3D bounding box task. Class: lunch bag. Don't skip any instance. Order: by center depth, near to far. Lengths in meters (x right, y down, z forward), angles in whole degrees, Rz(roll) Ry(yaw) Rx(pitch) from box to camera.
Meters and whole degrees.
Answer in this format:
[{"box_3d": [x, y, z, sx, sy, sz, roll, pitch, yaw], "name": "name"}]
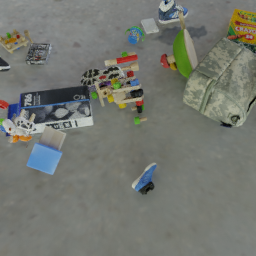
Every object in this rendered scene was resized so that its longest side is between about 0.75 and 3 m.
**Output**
[{"box_3d": [3.297, -1.409, 9.179, 2.104, 1.748, 2.509, 33, 62, 22], "name": "lunch bag"}]

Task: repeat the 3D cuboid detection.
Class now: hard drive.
[{"box_3d": [0.955, -4.463, 12.229, 0.559, 0.111, 0.848, -12, 58, -8], "name": "hard drive"}]

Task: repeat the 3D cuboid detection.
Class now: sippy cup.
[{"box_3d": [0.268, -3.794, 11.552, 0.740, 0.581, 0.542, 5, 64, 37], "name": "sippy cup"}]

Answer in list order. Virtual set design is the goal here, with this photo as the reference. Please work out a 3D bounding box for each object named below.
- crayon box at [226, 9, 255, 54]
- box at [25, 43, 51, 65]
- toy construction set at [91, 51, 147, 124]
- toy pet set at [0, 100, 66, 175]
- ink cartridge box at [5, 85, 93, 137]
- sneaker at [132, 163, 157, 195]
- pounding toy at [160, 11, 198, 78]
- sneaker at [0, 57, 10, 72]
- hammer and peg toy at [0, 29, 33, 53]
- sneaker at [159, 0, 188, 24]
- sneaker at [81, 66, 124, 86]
[{"box_3d": [5.016, -4.084, 11.658, 1.606, 0.642, 2.529, 16, 57, 10], "name": "crayon box"}, {"box_3d": [-3.539, -2.941, 11.117, 0.799, 0.252, 1.013, 1, 56, 1], "name": "box"}, {"box_3d": [-0.431, -1.362, 9.056, 1.673, 2.178, 1.816, -11, 48, -2], "name": "toy construction set"}, {"box_3d": [-2.168, 0.354, 5.928, 1.521, 1.629, 0.865, 23, 64, -12], "name": "toy pet set"}, {"box_3d": [-2.675, -0.589, 9.371, 2.890, 0.567, 1.437, -10, 57, -5], "name": "ink cartridge box"}, {"box_3d": [0.626, 1.487, 8.057, 0.544, 0.376, 0.978, 35, 67, 28], "name": "sneaker"}, {"box_3d": [1.829, -2.740, 10.331, 1.106, 1.840, 2.383, -14, 55, 23], "name": "pounding toy"}, {"box_3d": [-3.171, -1.766, 6.060, 1.405, 0.582, 0.504, 32, 17, -14], "name": "sneaker"}, {"box_3d": [-4.524, -3.645, 11.469, 1.282, 0.452, 0.943, -37, 64, -22], "name": "hammer and peg toy"}, {"box_3d": [2.029, -5.269, 12.153, 1.540, 1.128, 0.621, -23, 59, -15], "name": "sneaker"}, {"box_3d": [-0.922, -1.725, 10.128, 1.664, 0.694, 0.671, -3, 69, 18], "name": "sneaker"}]
